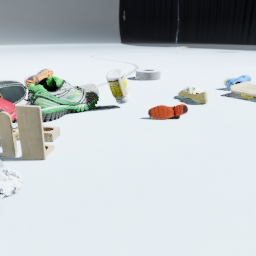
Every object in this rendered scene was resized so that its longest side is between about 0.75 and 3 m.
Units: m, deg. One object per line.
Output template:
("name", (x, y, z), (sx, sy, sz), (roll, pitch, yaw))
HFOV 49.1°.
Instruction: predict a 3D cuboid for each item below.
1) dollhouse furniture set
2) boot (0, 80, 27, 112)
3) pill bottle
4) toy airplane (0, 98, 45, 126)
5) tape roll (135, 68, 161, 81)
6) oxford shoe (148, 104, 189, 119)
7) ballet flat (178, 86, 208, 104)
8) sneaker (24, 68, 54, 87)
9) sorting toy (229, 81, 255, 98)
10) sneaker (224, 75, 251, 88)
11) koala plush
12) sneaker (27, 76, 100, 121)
("dollhouse furniture set", (-2.260, -0.143, 6.434), (1.346, 1.153, 1.416), (4, 20, 10))
("boot", (-3.797, -0.554, 7.873), (2.086, 0.997, 2.762), (21, 34, 40))
("pill bottle", (-0.301, -1.377, 9.389), (0.625, 1.093, 0.625), (-11, 40, 9))
("toy airplane", (-3.054, -0.280, 7.275), (1.738, 0.320, 1.738), (12, 48, -13))
("tape roll", (1.075, -2.875, 14.981), (1.355, 0.448, 1.355), (0, 21, 0))
("oxford shoe", (1.204, -0.468, 8.603), (1.236, 0.440, 0.448), (-3, -7, -3))
("ballet flat", (2.470, -1.328, 10.622), (0.570, 0.523, 1.660), (-9, 22, -24))
("sneaker", (-3.863, -2.261, 13.141), (1.030, 0.713, 1.838), (13, 33, 21))
("sorting toy", (5.349, -1.398, 11.158), (1.855, 0.366, 2.004), (-18, 31, -40))
("sneaker", (5.079, -2.013, 12.605), (1.630, 0.537, 0.639), (-12, 35, -29))
("koala plush", (-2.687, 0.722, 3.987), (1.723, 1.786, 1.943), (-1, -5, 35))
("sneaker", (-1.928, -1.090, 8.994), (1.094, 1.194, 2.803), (13, 23, 32))
